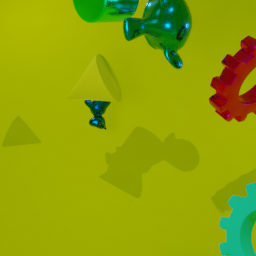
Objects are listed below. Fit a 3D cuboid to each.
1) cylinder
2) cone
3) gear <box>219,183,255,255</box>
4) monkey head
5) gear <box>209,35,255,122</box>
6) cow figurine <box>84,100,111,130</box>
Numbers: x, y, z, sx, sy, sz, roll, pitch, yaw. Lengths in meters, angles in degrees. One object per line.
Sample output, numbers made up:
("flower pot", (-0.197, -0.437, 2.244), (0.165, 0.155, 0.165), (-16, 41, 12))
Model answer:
("cylinder", (-0.456, -2.730, 5.807), (1.016, 1.016, 1.016), (46, 42, 19))
("cone", (-0.899, -0.892, 6.275), (1.137, 1.132, 1.132), (-22, 63, 17))
("gear", (1.943, 1.523, 3.774), (0.286, 1.548, 1.548), (17, 60, -29))
("monkey head", (0.669, -2.176, 5.947), (1.353, 1.881, 1.133), (-25, 32, -32))
("gear", (2.571, -1.004, 5.777), (1.932, 1.932, 0.357), (-26, 47, -12))
("cow figurine", (-0.695, -0.448, 7.101), (0.903, 0.496, 0.889), (-45, 77, 0))
